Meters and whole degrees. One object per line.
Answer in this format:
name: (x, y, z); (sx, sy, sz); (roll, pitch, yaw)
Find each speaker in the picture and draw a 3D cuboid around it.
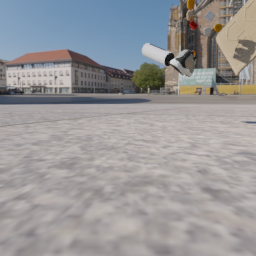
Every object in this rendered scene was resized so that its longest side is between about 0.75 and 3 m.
speaker: (1.108, -2.729, 10.401); (0.524, 0.524, 1.292); (-5, 31, -40)

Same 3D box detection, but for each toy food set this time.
toy food set: (2.224, -3.252, 8.526); (1.326, 0.633, 0.597); (40, 14, 4)

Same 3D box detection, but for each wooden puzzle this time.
wooden puzzle: (3.797, -2.931, 8.615); (0.487, 1.949, 2.104); (12, -43, -26)

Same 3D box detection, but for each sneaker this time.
sneaker: (2.046, -2.244, 9.542); (0.739, 0.793, 1.999); (45, 21, 6)
